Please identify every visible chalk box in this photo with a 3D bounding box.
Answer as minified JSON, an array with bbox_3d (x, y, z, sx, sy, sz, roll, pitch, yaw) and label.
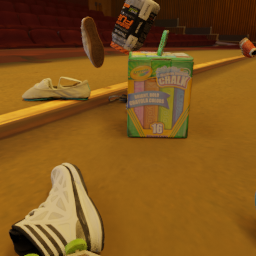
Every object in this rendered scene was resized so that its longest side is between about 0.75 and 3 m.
[{"bbox_3d":[0.837,-1.320,8.074,1.751,2.829,1.760,1,20,2],"label":"chalk box"}]

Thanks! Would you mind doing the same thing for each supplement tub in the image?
[{"bbox_3d":[0.200,-3.749,10.263,1.234,2.014,1.234,24,18,-8],"label":"supplement tub"}]

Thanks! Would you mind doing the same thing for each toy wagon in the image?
[{"bbox_3d":[-0.801,1.810,2.750,1.581,0.313,1.226,-10,34,-22],"label":"toy wagon"}]

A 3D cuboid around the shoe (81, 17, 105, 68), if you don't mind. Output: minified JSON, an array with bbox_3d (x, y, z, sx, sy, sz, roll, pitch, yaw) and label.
[{"bbox_3d":[-1.117,-2.646,8.734,0.541,1.547,0.413,-28,30,-30],"label":"shoe"}]

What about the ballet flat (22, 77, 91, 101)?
[{"bbox_3d":[-3.069,-1.713,11.991,2.944,1.023,1.023,-1,20,-3],"label":"ballet flat"}]

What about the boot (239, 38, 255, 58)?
[{"bbox_3d":[3.251,-1.993,7.387,0.887,0.333,0.475,12,37,-53],"label":"boot"}]

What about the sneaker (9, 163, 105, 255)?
[{"bbox_3d":[-1.199,1.159,4.196,1.149,0.753,1.997,-7,23,-24],"label":"sneaker"}]

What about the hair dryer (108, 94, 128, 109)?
[{"bbox_3d":[0.893,-1.362,11.260,2.998,0.814,2.283,-7,20,-22],"label":"hair dryer"}]
